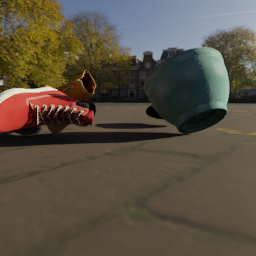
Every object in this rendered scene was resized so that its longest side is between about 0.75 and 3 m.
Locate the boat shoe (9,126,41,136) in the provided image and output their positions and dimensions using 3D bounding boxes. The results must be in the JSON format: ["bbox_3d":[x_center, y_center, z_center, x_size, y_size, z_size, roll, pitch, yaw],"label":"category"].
[{"bbox_3d":[-2.543,-0.033,6.359,1.086,0.373,0.307,8,3,-2],"label":"boat shoe"}]

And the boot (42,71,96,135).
[{"bbox_3d":[-1.489,-0.891,7.021,0.724,1.474,2.059,34,18,-38],"label":"boot"}]

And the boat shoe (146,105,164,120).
[{"bbox_3d":[1.225,-0.542,9.055,0.637,0.672,1.923,-18,17,-26],"label":"boat shoe"}]

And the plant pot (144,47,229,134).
[{"bbox_3d":[1.525,-0.706,6.633,2.009,1.346,2.009,-14,-24,-7],"label":"plant pot"}]

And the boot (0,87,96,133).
[{"bbox_3d":[-1.465,-0.259,5.203,1.411,0.708,1.955,19,24,20],"label":"boot"}]
